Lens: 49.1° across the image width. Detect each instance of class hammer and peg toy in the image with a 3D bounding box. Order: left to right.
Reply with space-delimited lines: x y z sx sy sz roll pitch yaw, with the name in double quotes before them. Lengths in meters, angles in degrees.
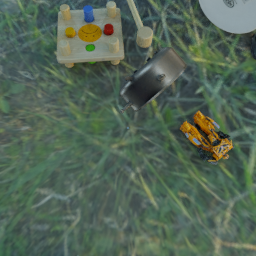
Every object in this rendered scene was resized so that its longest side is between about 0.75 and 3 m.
"hammer and peg toy" -0.700 -2.763 8.127 2.662 0.939 1.958 -5 65 -2

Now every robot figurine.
"robot figurine" 2.015 0.256 7.040 0.982 0.394 1.354 -38 71 -15

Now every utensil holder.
"utensil holder" 3.714 -4.487 8.143 2.360 2.360 2.777 40 75 16

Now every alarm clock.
"alarm clock" 0.623 -1.269 6.744 0.798 1.617 2.398 49 33 -4

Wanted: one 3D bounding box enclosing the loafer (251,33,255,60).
"loafer" 3.831 -2.437 8.302 0.318 0.329 0.936 4 67 2
